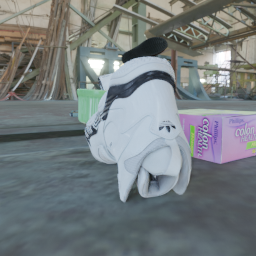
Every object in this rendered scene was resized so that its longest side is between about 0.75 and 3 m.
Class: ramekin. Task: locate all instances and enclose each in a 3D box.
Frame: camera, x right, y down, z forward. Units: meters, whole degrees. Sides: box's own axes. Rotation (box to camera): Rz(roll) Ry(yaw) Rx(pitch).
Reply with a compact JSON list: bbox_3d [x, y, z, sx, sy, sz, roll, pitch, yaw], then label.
[{"bbox_3d":[-0.707,-0.745,10.648,2.515,1.229,2.515,6,5,0],"label":"ramekin"}]

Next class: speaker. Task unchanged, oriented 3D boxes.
[{"bbox_3d":[0.307,-1.820,10.912,2.771,1.125,1.125,-17,10,-9],"label":"speaker"}]

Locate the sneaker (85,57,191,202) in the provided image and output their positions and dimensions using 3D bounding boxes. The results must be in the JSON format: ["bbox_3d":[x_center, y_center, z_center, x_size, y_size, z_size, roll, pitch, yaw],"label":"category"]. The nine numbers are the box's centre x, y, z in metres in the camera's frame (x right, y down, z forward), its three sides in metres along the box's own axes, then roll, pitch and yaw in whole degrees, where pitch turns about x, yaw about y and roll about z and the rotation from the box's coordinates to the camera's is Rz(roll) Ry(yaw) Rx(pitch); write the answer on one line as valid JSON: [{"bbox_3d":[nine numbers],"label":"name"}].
[{"bbox_3d":[0.025,0.359,4.036,0.988,1.511,2.629,-2,-27,-20],"label":"sneaker"}]

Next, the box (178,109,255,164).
[{"bbox_3d":[1.811,0.079,6.255,1.633,0.898,1.857,-5,8,-36],"label":"box"}]

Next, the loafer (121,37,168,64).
[{"bbox_3d":[0.507,-2.319,8.558,1.456,0.532,0.520,-19,-6,10],"label":"loafer"}]

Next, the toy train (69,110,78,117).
[{"bbox_3d":[-2.749,-0.761,15.201,0.863,0.368,0.492,-2,17,-14],"label":"toy train"}]
